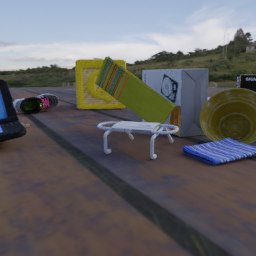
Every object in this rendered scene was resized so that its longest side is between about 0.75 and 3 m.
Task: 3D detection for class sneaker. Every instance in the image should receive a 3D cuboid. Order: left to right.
[{"bbox_3d":[-4.620,-1.225,14.565,2.503,0.923,1.095,-14,18,-40],"label":"sneaker"}]

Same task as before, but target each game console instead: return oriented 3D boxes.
[{"bbox_3d":[-4.259,-0.367,7.420,2.501,1.456,2.200,-16,18,-26],"label":"game console"}]

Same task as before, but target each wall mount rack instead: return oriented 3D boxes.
[{"bbox_3d":[0.333,0.218,7.354,2.125,0.792,1.846,5,15,23],"label":"wall mount rack"}]

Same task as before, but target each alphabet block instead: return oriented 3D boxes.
[{"bbox_3d":[-1.682,-2.677,17.054,2.889,2.874,2.943,-3,10,-8],"label":"alphabet block"}]

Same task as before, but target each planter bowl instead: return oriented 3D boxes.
[{"bbox_3d":[3.086,-0.173,8.102,1.866,1.866,0.777,5,-23,27],"label":"planter bowl"}]

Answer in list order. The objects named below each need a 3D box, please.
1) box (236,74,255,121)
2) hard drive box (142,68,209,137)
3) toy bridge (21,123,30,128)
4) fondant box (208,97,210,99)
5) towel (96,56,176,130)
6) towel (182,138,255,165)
[{"bbox_3d":[5.558,-1.122,11.039,2.460,1.964,0.607,2,11,6],"label":"box"},{"bbox_3d":[1.558,-1.008,9.962,1.054,2.140,2.746,-5,11,-22],"label":"hard drive box"},{"bbox_3d":[-4.142,-0.127,10.692,0.983,0.134,0.331,9,15,41],"label":"toy bridge"},{"bbox_3d":[3.502,-1.237,14.845,1.956,0.790,2.711,-5,13,-24],"label":"fondant box"},{"bbox_3d":[0.174,-1.107,8.968,2.690,1.158,0.243,37,42,8],"label":"towel"},{"bbox_3d":[2.290,0.520,6.804,1.642,0.196,1.189,-9,15,-25],"label":"towel"}]
